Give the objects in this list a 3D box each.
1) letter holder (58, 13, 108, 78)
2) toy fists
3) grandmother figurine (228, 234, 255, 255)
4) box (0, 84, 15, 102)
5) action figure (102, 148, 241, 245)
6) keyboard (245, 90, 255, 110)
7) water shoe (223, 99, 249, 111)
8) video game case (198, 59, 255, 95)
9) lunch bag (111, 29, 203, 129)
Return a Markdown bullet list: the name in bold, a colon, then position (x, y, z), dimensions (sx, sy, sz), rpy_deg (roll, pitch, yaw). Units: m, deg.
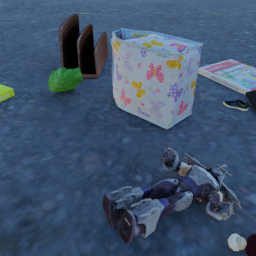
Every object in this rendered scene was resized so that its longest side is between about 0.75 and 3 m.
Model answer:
- **letter holder**: position (-1.842, -3.749, 12.267), dimensions (1.497, 2.116, 2.976), rpy_deg (3, 33, 4)
- **toy fists**: position (-2.283, -1.693, 9.859), dimensions (0.978, 0.660, 1.918), rpy_deg (-18, 5, -21)
- **grandmother figurine**: position (2.355, 2.142, 4.963), dimensions (1.128, 0.342, 0.684), rpy_deg (12, 26, 13)
- **box**: position (-4.839, -1.111, 9.884), dimensions (0.834, 0.326, 1.368), rpy_deg (19, 38, 26)
- **action figure**: position (1.043, 1.286, 5.668), dimensions (2.973, 1.031, 1.934), rpy_deg (-17, 31, -29)
- **keyboard**: position (4.633, -0.687, 9.296), dimensions (0.918, 0.349, 1.763), rpy_deg (-13, 42, 7)
- **water shoe**: position (3.670, -0.846, 9.477), dimensions (0.845, 0.334, 0.302), rpy_deg (19, 38, 27)
- **video game case**: position (4.662, -2.091, 11.439), dimensions (2.122, 0.259, 2.968), rpy_deg (-19, 38, -27)
- **lunch bag**: position (0.670, -1.723, 8.892), dimensions (2.856, 2.422, 1.816), rpy_deg (24, 38, 33)
